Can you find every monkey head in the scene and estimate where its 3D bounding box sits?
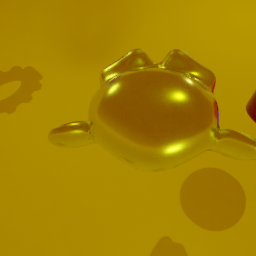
[{"bbox_3d":[0.196,-0.032,2.136,1.428,1.028,0.861,3,59,9],"label":"monkey head"}]

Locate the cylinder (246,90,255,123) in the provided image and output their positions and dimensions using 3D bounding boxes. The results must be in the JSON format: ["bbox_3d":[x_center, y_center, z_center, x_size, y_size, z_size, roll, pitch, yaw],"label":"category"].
[{"bbox_3d":[2.855,-0.575,4.579,1.300,1.300,1.300,14,33,-9],"label":"cylinder"}]
